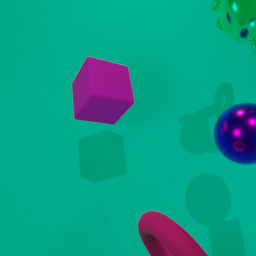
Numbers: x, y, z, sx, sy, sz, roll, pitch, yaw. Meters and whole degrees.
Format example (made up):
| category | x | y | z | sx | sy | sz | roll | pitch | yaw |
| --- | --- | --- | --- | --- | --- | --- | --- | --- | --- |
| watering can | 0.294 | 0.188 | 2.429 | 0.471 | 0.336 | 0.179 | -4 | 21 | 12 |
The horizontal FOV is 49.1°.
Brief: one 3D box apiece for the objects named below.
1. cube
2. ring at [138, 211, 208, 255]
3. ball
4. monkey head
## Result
| category | x | y | z | sx | sy | sz | roll | pitch | yaw |
| --- | --- | --- | --- | --- | --- | --- | --- | --- | --- |
| cube | -0.601 | -0.809 | 6.381 | 1.036 | 1.036 | 1.036 | 8 | 58 | -29 |
| ring | 0.781 | 2.041 | 4.290 | 0.352 | 1.762 | 1.762 | -33 | 78 | -22 |
| ball | 2.444 | 0.118 | 5.807 | 1.288 | 1.288 | 1.288 | 0 | 76 | 0 |
| monkey head | 2.426 | -2.424 | 5.603 | 1.330 | 1.114 | 1.849 | -33 | 122 | -6 |
